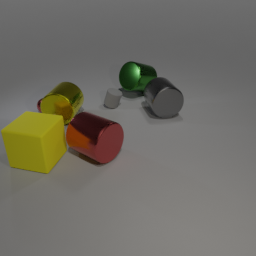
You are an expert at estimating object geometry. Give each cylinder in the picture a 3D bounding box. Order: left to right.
[{"bbox_3d":[-2.713,-1.046,11.705,1.400,1.400,1.400,5,30,8],"label":"cylinder"},{"bbox_3d":[-1.093,0.294,9.346,1.400,1.400,1.400,20,35,33],"label":"cylinder"},{"bbox_3d":[-0.696,-1.373,12.878,0.700,0.700,0.700,15,32,-10],"label":"cylinder"},{"bbox_3d":[0.506,-2.506,13.890,1.400,1.400,1.400,26,18,37],"label":"cylinder"},{"bbox_3d":[1.522,-1.335,12.180,1.400,1.400,1.400,-6,29,-11],"label":"cylinder"}]

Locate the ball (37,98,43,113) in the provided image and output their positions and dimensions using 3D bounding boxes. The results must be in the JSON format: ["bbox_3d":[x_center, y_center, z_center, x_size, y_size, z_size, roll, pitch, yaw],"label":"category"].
[{"bbox_3d":[-3.645,-0.977,12.314,0.700,0.700,0.700,0,30,0],"label":"ball"}]

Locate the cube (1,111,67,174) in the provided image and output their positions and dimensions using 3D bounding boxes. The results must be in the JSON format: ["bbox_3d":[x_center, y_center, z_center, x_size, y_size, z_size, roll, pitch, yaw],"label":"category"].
[{"bbox_3d":[-2.981,0.430,9.131,1.400,1.400,1.400,8,31,13],"label":"cube"}]
